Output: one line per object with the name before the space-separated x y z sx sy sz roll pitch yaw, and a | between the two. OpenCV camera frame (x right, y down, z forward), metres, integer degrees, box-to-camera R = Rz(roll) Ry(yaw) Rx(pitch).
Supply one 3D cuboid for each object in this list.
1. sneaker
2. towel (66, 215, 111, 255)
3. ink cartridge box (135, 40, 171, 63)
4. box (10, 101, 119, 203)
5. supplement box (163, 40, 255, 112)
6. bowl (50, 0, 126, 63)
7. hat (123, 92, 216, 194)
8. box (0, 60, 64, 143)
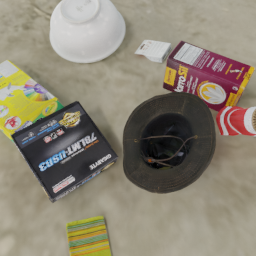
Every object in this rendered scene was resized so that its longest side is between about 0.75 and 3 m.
sneaker | 3.079 -0.062 6.822 2.195 1.234 0.782 16 83 -36
towel | -0.688 2.684 5.434 0.811 0.170 1.883 -13 56 -8
ink cartridge box | 0.805 -2.479 9.008 0.956 0.226 0.766 16 58 26
box | -1.441 0.488 6.498 1.789 0.445 1.776 -31 74 -23
supplement box | 2.103 -1.346 7.598 2.095 1.156 0.897 26 57 18
bowl | -1.364 -3.349 8.682 2.500 1.123 2.500 -2 69 4
hat | 0.986 0.386 6.294 2.377 0.959 2.377 -16 57 27
box | -2.985 -0.671 7.491 2.617 0.633 1.535 37 63 24
